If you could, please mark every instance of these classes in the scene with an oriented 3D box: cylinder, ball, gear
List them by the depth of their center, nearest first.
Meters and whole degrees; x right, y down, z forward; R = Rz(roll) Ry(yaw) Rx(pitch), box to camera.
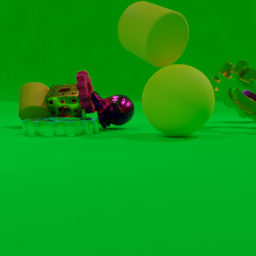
[{"bbox_3d":[0.946,-0.519,5.352,1.359,1.359,1.359,0,6,0],"label":"ball"},{"bbox_3d":[0.486,-1.883,5.597,1.039,1.039,1.039,-4,32,-35],"label":"cylinder"},{"bbox_3d":[-1.430,-0.052,6.086,1.605,0.297,1.605,0,6,0],"label":"gear"},{"bbox_3d":[2.931,-0.756,6.634,1.962,0.363,1.962,39,-8,6],"label":"gear"},{"bbox_3d":[-1.045,-0.897,7.075,0.198,1.070,1.070,-11,5,5],"label":"gear"},{"bbox_3d":[-2.424,-0.637,7.311,0.797,0.797,0.797,-8,-32,-5],"label":"cylinder"}]

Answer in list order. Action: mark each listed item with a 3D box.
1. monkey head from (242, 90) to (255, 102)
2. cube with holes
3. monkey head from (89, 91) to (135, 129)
[{"bbox_3d":[3.905,-0.945,8.898,1.602,1.153,0.966,30,-48,-26],"label":"monkey head"},{"bbox_3d":[-1.557,-0.591,7.184,0.826,0.826,0.826,-4,29,1],"label":"cube with holes"},{"bbox_3d":[-0.366,-0.552,6.756,0.914,1.091,1.516,-28,2,15],"label":"monkey head"}]
